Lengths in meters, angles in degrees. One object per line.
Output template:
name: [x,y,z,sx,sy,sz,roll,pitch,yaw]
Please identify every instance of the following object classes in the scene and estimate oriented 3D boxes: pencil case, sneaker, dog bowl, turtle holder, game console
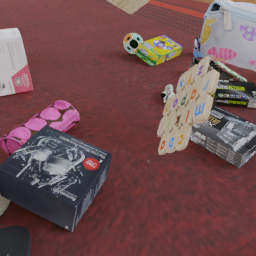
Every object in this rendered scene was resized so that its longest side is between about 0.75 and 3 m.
pencil case: [2.915,-1.691,5.435,2.968,1.346,1.234,26,70,26]
sneaker: [2.815,-2.016,9.613,1.725,0.706,0.665,28,44,34]
dog bowl: [-3.074,1.174,5.131,1.730,0.638,1.730,-1,35,0]
pencil case: [-1.935,0.055,6.557,0.926,0.897,1.977,-15,24,37]
sneaker: [1.191,-1.075,8.594,0.401,0.346,0.915,-1,34,-1]
turtle holder: [0.267,-3.344,11.447,0.814,1.072,0.761,-19,19,5]
game console: [-2.784,1.942,3.113,2.886,1.707,2.463,-5,36,-9]

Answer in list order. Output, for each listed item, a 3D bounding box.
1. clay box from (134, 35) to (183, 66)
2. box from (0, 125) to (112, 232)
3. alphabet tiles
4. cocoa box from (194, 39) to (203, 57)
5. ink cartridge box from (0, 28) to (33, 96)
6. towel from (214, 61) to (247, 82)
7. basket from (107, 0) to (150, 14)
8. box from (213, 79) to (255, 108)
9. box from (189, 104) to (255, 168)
clay box: [1.223,-3.133,11.237,1.054,0.436,1.834,41,49,23]
box: [-1.289,0.854,5.183,1.526,0.794,1.390,22,40,9]
alphabet tiles: [0.679,-0.242,3.383,0.087,1.186,1.160,22,73,-13]
cocoa box: [3.174,-3.268,11.519,0.871,0.572,0.581,5,35,6]
ink cartridge box: [-4.328,-1.857,8.440,2.450,1.795,1.014,-15,38,-19]
towel: [3.466,-1.908,9.428,1.093,0.128,0.833,47,26,26]
basket: [0.268,-4.678,8.600,1.380,1.256,2.036,13,-22,-39]
box: [3.301,-1.086,8.635,1.327,0.315,1.281,6,37,9]
box: [2.362,0.126,6.807,1.303,0.411,1.653,-27,43,-32]
